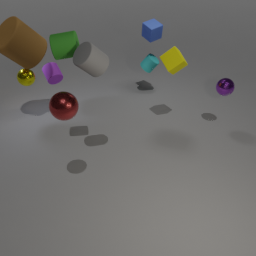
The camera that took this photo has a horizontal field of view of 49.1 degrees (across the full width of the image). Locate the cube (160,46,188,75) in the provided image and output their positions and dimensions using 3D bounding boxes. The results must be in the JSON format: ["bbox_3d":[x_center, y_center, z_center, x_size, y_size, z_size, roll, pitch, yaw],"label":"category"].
[{"bbox_3d":[1.756,-2.570,10.720,0.700,0.700,0.700,-33,-13,21],"label":"cube"}]

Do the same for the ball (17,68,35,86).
[{"bbox_3d":[-4.042,-2.011,11.119,0.700,0.700,0.700,0,30,0],"label":"ball"}]

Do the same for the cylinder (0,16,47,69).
[{"bbox_3d":[-4.008,-3.144,10.441,1.400,1.400,1.400,28,-3,39],"label":"cylinder"}]

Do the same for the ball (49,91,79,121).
[{"bbox_3d":[-1.537,-0.525,6.714,0.700,0.700,0.700,0,30,0],"label":"ball"}]

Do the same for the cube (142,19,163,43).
[{"bbox_3d":[1.129,-4.561,13.104,0.700,0.700,0.700,-28,57,-22],"label":"cube"}]

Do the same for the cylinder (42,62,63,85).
[{"bbox_3d":[-3.273,-2.373,12.179,0.700,0.700,0.700,-20,70,-30],"label":"cylinder"}]

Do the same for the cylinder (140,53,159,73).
[{"bbox_3d":[1.095,-3.265,14.124,0.700,0.700,0.700,28,39,-25],"label":"cylinder"}]

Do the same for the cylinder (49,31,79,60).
[{"bbox_3d":[-1.749,-2.310,7.837,0.700,0.700,0.700,-10,31,1],"label":"cylinder"}]

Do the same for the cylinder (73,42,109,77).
[{"bbox_3d":[-0.978,-1.809,7.439,0.700,0.700,0.700,30,2,41],"label":"cylinder"}]

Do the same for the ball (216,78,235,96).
[{"bbox_3d":[3.811,-1.608,10.983,0.700,0.700,0.700,0,30,0],"label":"ball"}]
